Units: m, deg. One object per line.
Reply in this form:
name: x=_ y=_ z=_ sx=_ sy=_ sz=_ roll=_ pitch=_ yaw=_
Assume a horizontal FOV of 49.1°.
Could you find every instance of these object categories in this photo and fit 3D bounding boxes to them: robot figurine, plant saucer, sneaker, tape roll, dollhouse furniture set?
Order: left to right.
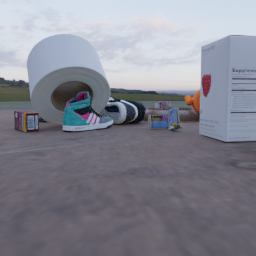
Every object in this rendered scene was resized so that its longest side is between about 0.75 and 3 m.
tape roll: x=-2.153 y=-1.696 z=10.065 sx=2.738 sy=2.738 sz=1.880 roll=-3 pitch=50 yaw=-22
sneaker: x=-1.282 y=-0.576 z=9.192 sx=0.848 sy=1.225 sz=2.028 roll=5 pitch=9 yaw=38
sneaker: x=-0.401 y=-0.714 z=11.744 sx=1.677 sy=1.095 sz=2.998 roll=0 pitch=14 yaw=-34
dollhouse furniture set: x=1.158 y=-0.421 z=8.869 sx=0.692 sy=1.001 sz=1.061 roll=-3 pitch=-4 yaw=-21
plant saucer: x=1.915 y=-0.644 z=12.877 sx=2.882 sy=0.527 sz=2.882 roll=-1 pitch=7 yaw=0
robot figurine: x=3.839 y=-1.246 z=13.419 sx=1.891 sy=1.533 sz=2.629 roll=-28 pitch=-1 yaw=10

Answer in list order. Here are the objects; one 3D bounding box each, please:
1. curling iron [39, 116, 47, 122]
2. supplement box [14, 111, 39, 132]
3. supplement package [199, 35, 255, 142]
curling iron: x=-3.762 y=-0.489 z=12.426 sx=0.569 sy=0.293 sz=2.296 roll=-2 pitch=7 yaw=-20
supplement box: x=-3.228 y=-0.221 z=8.887 sx=0.461 sy=0.594 sz=1.077 roll=-4 pitch=8 yaw=-37
supplement package: x=2.843 y=-0.982 z=7.264 sx=1.489 sy=2.486 sz=1.507 roll=-1 pitch=6 yaw=-10
